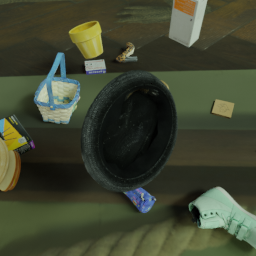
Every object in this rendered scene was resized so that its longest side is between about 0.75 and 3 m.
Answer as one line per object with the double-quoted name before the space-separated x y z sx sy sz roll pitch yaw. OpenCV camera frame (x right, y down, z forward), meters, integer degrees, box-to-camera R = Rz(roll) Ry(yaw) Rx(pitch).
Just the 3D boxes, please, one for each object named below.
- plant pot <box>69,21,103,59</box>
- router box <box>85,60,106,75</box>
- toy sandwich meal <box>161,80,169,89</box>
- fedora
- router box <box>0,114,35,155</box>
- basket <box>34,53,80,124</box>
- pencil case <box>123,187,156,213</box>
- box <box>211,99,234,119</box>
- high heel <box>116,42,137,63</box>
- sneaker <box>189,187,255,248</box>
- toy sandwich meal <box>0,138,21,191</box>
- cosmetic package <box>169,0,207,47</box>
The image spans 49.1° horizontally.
"plant pot" -1.676 -3.703 11.947 1.327 1.248 1.327 -13 34 9
"router box" -1.624 -3.023 13.877 0.983 0.240 0.882 -6 45 -6
"toy sandwich meal" 1.164 -1.701 12.441 1.321 0.452 1.321 3 46 -3
"fedora" -0.110 0.046 6.749 2.862 2.862 1.307 -34 23 -29
"router box" -4.435 0.374 10.293 1.328 0.455 1.781 -29 52 -26
"basket" -2.698 -1.481 10.853 1.599 2.299 2.027 4 46 3
"pencil case" 0.176 1.925 8.609 0.579 0.645 1.485 -42 55 -13
"box" 3.980 -0.810 11.748 0.783 0.102 0.958 17 48 16
"high heel" -0.215 -4.007 14.621 1.101 0.551 1.545 -6 54 -15
"sneaker" 2.708 2.722 7.615 1.398 0.872 2.370 -18 38 -25
"toy sandwich meal" -4.614 1.241 9.016 2.385 0.817 2.385 -4 68 10
"cosmetic package" 2.188 -4.121 10.354 1.004 1.979 0.705 34 64 22
